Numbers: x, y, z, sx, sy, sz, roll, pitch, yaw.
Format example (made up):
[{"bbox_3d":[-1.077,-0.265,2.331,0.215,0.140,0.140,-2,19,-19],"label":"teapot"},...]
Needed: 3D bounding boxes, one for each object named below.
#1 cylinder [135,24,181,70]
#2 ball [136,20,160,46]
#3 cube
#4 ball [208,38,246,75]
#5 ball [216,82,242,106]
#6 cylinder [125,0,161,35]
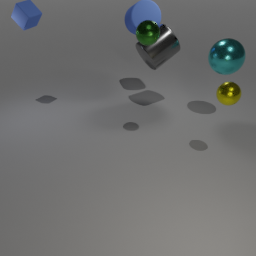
[{"bbox_3d":[1.275,-3.449,11.991,1.400,1.400,1.400,-39,36,-1],"label":"cylinder"},{"bbox_3d":[0.570,-2.722,8.026,0.700,0.700,0.700,0,29,0],"label":"ball"},{"bbox_3d":[-3.783,-4.222,10.468,0.700,0.700,0.700,48,46,-4],"label":"cube"},{"bbox_3d":[3.884,-2.803,11.044,1.400,1.400,1.400,0,29,0],"label":"ball"},{"bbox_3d":[2.948,-1.005,8.199,0.700,0.700,0.700,0,29,0],"label":"ball"},{"bbox_3d":[0.658,-5.073,12.956,1.400,1.400,1.400,-6,16,-12],"label":"cylinder"}]
